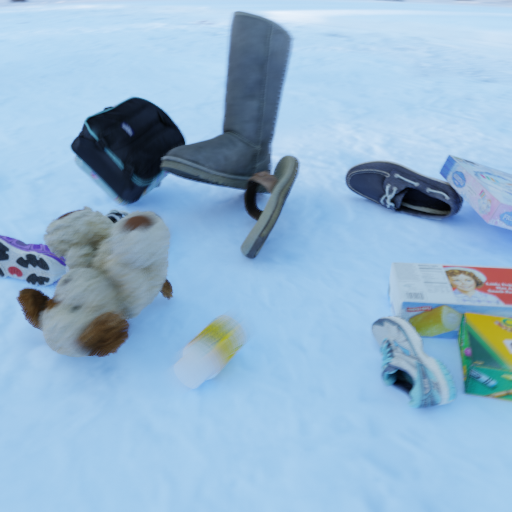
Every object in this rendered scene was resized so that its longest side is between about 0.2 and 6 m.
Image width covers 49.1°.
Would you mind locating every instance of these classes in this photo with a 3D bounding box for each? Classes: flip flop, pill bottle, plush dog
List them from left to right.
[{"bbox_3d":[-2.447,0.608,8.829,2.578,2.068,2.214,9,50,38],"label":"plush dog"},{"bbox_3d":[-0.693,1.418,8.256,0.623,0.623,1.105,19,41,28],"label":"pill bottle"},{"bbox_3d":[0.137,-1.200,11.801,0.944,1.330,3.281,24,43,1],"label":"flip flop"}]

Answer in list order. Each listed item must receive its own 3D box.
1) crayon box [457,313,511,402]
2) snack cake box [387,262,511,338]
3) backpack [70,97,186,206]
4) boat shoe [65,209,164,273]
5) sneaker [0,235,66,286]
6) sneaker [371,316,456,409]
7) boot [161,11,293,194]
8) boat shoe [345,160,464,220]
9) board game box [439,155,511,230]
[{"bbox_3d":[4.066,1.536,8.106,2.074,0.604,1.232,7,32,11],"label":"crayon box"},{"bbox_3d":[3.350,0.735,9.326,2.121,0.713,1.220,3,30,4],"label":"snack cake box"},{"bbox_3d":[-2.880,-2.481,13.030,2.058,1.795,2.341,44,51,-7],"label":"backpack"},{"bbox_3d":[-2.628,-0.338,10.802,0.981,1.001,2.811,12,33,18],"label":"boat shoe"},{"bbox_3d":[-4.436,0.043,10.654,2.014,0.812,0.840,19,20,14],"label":"sneaker"},{"bbox_3d":[2.089,1.503,8.140,0.749,0.673,1.735,-15,34,-17],"label":"sneaker"},{"bbox_3d":[-0.497,-3.446,12.425,1.391,3.832,3.484,17,10,33],"label":"boot"},{"bbox_3d":[3.261,-1.470,12.688,2.746,0.998,0.861,18,32,19],"label":"boat shoe"},{"bbox_3d":[5.511,-1.166,11.923,2.485,0.539,2.473,14,28,-15],"label":"board game box"}]
